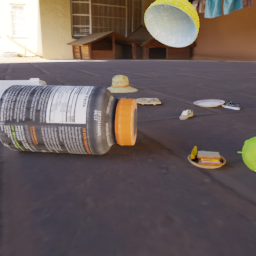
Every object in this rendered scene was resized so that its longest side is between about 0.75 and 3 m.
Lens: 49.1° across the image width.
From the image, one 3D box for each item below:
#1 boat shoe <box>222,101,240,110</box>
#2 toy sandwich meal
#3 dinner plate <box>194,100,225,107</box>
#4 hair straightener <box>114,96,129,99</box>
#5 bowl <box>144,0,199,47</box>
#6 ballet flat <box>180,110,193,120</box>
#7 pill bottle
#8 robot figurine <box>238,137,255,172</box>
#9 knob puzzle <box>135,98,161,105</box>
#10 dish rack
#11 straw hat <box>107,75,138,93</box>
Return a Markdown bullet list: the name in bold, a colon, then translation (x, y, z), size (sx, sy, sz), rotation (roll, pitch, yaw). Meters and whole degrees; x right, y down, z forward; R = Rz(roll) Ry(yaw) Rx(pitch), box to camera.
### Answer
- **boat shoe**: translation (4.080, -0.932, 11.109), size (0.295, 0.279, 0.843), rotation (-8, 18, -25)
- **toy sandwich meal**: translation (1.670, 0.597, 5.944), size (0.867, 0.297, 0.867), rotation (0, 17, 0)
- **dinner plate**: translation (3.324, -1.007, 11.500), size (1.223, 0.148, 1.223), rotation (-3, 15, 1)
- **hair straightener**: translation (-0.853, -1.294, 11.409), size (2.046, 0.787, 0.419), rotation (10, 32, 30)
- **bowl**: translation (1.310, -3.081, 7.737), size (1.539, 0.828, 1.539), rotation (24, -19, 9)
- **ballet flat**: translation (1.999, -0.482, 9.627), size (0.268, 0.265, 0.787), rotation (12, 21, 34)
- **pill bottle**: translation (-1.262, -0.182, 6.389), size (2.923, 1.553, 1.553), rotation (3, 17, 7)
- **robot figurine**: translation (2.844, 0.488, 5.589), size (1.245, 0.720, 1.092), rotation (-6, 18, -20)
- **knob puzzle**: translation (0.764, -1.096, 11.854), size (1.217, 0.169, 1.217), rotation (0, 17, 0)
- **dish rack**: translation (-4.533, -1.317, 10.772), size (2.834, 0.617, 2.432), rotation (-2, 32, -10)
- **straw hat**: translation (-0.418, -2.468, 15.324), size (1.960, 0.829, 1.960), rotation (0, 16, 0)
